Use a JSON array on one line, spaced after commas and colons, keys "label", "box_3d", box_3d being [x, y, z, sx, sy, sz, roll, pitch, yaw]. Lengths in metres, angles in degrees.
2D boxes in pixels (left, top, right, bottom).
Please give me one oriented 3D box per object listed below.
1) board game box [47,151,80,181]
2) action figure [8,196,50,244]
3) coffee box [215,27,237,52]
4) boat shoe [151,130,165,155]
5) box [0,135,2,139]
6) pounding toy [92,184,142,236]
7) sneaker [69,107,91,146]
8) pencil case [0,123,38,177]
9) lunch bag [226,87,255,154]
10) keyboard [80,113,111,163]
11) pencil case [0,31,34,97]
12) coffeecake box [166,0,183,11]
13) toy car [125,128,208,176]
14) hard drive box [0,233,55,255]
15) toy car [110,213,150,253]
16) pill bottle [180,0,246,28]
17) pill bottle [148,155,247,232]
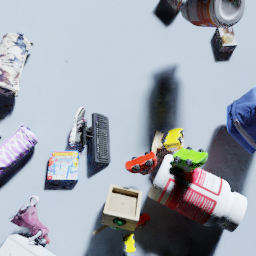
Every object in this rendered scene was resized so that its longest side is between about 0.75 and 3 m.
[{"label": "board game box", "box_3d": [-2.358, 1.402, 10.378, 1.098, 0.307, 1.075, 0, 69, 0]}, {"label": "action figure", "box_3d": [-3.119, 3.250, 9.365, 1.613, 1.080, 1.201, 50, 48, -18]}, {"label": "coffee box", "box_3d": [4.336, -3.994, 12.418, 0.658, 0.465, 1.164, -4, 69, -2]}, {"label": "boat shoe", "box_3d": [1.144, 0.632, 10.621, 0.398, 0.424, 1.151, 10, 68, 10]}, {"label": "box", "box_3d": [-5.888, 0.407, 10.764, 1.440, 0.342, 1.391, 35, 74, 12]}, {"label": "pounding toy", "box_3d": [-0.344, 2.825, 9.333, 1.333, 1.029, 1.448, 13, 43, 0]}, {"label": "sneaker", "box_3d": [-1.753, -0.025, 10.811, 0.704, 0.593, 1.609, 9, 71, 1]}, {"label": "pencil case", "box_3d": [-4.332, 0.868, 10.214, 2.230, 0.953, 0.936, -47, 39, -15]}, {"label": "lunch bag", "box_3d": [4.388, -0.288, 10.040, 1.540, 1.499, 2.266, 45, 33, -9]}, {"label": "keyboard", "box_3d": [-1.204, 0.333, 10.545, 1.250, 0.203, 1.967, 9, 64, -32]}, {"label": "pencil case", "box_3d": [-4.793, -2.576, 11.524, 1.248, 1.085, 2.789, 3, 68, 2]}, {"label": "coffeecake box", "box_3d": [2.129, -6.220, 13.076, 0.415, 0.873, 1.137, -33, 72, -12]}, {"label": "toy car", "box_3d": [1.553, 0.978, 9.283, 2.741, 2.579, 0.611, -34, 113, -26]}, {"label": "hard drive box", "box_3d": [-2.986, 4.850, 8.516, 2.636, 1.012, 2.055, 29, 79, 11]}, {"label": "toy car", "box_3d": [-0.123, 3.377, 9.507, 1.403, 0.333, 1.491, 18, 48, 19]}, {"label": "pill bottle", "box_3d": [2.962, -4.420, 10.236, 1.395, 1.395, 2.487, -23, 26, -9]}, {"label": "pill bottle", "box_3d": [2.284, 2.202, 9.353, 2.915, 1.636, 1.636, 26, 71, 10]}]
